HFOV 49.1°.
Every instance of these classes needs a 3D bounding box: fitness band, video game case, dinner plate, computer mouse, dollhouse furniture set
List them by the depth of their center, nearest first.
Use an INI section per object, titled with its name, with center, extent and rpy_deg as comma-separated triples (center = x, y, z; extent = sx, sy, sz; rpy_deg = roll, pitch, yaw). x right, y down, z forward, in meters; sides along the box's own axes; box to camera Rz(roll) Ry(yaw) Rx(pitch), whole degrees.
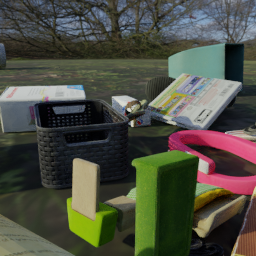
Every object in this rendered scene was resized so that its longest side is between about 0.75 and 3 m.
[computer mouse]
center = 0.426, 1.298, 2.203
extent = 0.849, 0.323, 1.225
rpy_deg = 0, 4, 7
[dollhouse furniture set]
center = 0.402, 0.576, 3.016
extent = 1.172, 0.898, 1.790
rpy_deg = 9, 10, 44
[fitness band]
center = 1.610, 0.495, 4.822
extent = 1.538, 0.401, 2.141
rpy_deg = -4, 17, -21
[dinner plate]
center = 2.792, 0.187, 5.815
extent = 1.471, 0.178, 1.471
rpy_deg = -1, 3, 0
[video game case]
center = 1.747, -0.774, 7.660
extent = 1.894, 0.229, 2.081
rpy_deg = 20, 52, 40

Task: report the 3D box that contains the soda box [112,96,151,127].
[soda box]
center = 0.053, -0.502, 7.846
extent = 0.520, 0.557, 1.635
rpy_deg = -7, 18, -22

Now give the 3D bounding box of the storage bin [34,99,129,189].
[storage bin]
center = -0.895, 0.141, 4.967
extent = 1.369, 0.949, 2.025
rpy_deg = -6, 16, -18

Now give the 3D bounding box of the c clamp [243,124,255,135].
[c clamp]
center = 3.320, -0.009, 6.210
extent = 1.362, 0.184, 1.164
rpy_deg = -2, 16, 34

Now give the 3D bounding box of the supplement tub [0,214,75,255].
[supplement tub]
center = -0.640, 1.045, 0.814
extent = 2.086, 1.506, 1.506
rpy_deg = 12, 20, 32

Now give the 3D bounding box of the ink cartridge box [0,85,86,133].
[ink cartridge box]
center = -2.164, -0.564, 7.366
extent = 2.040, 0.863, 1.474
rpy_deg = -2, 21, -12

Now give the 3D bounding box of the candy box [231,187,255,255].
[candy box]
center = 1.952, 1.166, 2.060
extent = 2.129, 0.601, 1.242
rpy_deg = 8, 19, 30

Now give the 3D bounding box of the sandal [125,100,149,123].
[sandal]
center = 0.118, -0.423, 6.191
extent = 0.528, 0.380, 1.331
rpy_deg = -28, 11, 19

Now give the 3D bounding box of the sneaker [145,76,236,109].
[sneaker]
center = 2.011, -1.096, 9.306
extent = 2.849, 1.055, 1.261
rpy_deg = 10, 11, 13

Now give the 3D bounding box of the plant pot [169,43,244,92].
[plant pot]
center = 3.445, -2.674, 12.887
extent = 2.961, 2.092, 2.093
rpy_deg = 8, 17, 41

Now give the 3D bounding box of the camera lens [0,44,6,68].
[camera lens]
center = -12.759, -6.533, 25.315
extent = 2.947, 2.357, 2.357
rpy_deg = -9, 18, -28
